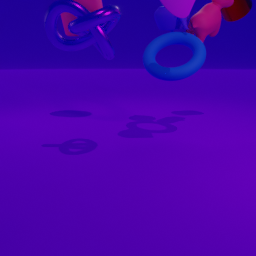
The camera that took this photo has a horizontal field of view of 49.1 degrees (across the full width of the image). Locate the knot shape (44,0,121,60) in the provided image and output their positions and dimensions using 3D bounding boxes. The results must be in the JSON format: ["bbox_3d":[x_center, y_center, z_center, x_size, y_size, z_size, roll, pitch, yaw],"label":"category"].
[{"bbox_3d":[-0.866,-1.843,5.216,1.375,0.679,1.469,10,-14,-4],"label":"knot shape"}]

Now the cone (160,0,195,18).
[{"bbox_3d":[1.261,-2.975,5.543,1.085,1.085,1.089,-12,-9,-41],"label":"cone"}]

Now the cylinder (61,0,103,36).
[{"bbox_3d":[-1.477,-3.761,8.908,1.352,1.352,1.352,-7,29,4],"label":"cylinder"}]

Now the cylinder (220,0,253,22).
[{"bbox_3d":[3.312,-4.066,8.881,0.956,0.956,0.956,15,-17,47],"label":"cylinder"}]

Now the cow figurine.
[{"bbox_3d":[2.310,-3.246,7.832,0.833,1.493,1.517,39,59,22],"label":"cow figurine"}]

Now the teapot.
[{"bbox_3d":[1.312,-3.143,8.174,1.027,0.809,1.652,-13,24,-18],"label":"teapot"}]

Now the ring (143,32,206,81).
[{"bbox_3d":[1.237,-1.963,7.581,1.694,1.694,0.339,4,-30,17],"label":"ring"}]
